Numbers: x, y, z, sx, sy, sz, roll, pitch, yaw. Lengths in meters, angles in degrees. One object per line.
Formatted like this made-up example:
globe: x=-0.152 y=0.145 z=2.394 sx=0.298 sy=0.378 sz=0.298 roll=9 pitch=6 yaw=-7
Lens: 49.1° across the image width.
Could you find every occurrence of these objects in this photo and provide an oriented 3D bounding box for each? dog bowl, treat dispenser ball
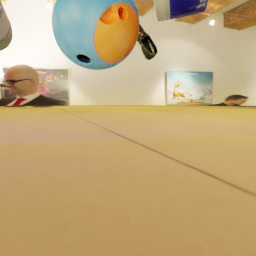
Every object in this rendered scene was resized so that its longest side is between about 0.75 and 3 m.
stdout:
dog bowl: x=0.777 y=-3.032 z=4.739 sx=0.870 sy=2.208 sz=2.208 roll=-6 pitch=4 yaw=10
treat dispenser ball: x=-0.772 y=-2.509 z=6.874 sx=2.129 sy=2.129 sz=2.129 roll=0 pitch=6 yaw=0

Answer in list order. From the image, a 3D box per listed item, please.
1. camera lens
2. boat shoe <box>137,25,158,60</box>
camera lens: x=-3.550 y=-2.658 z=6.920 sx=1.116 sy=1.116 sz=1.395 roll=-1 pitch=-14 yaw=-8
boat shoe: x=0.675 y=-4.011 z=12.430 sx=0.726 sy=1.984 sz=0.622 roll=-30 pitch=2 yaw=-29
